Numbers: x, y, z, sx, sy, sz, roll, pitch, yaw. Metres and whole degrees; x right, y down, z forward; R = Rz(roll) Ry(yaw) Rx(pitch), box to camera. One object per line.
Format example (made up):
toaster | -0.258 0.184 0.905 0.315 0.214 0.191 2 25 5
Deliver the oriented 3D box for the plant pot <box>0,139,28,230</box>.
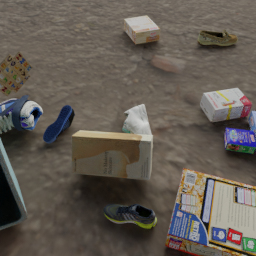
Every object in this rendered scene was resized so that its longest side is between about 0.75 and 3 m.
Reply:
plant pot | -3.867 0.953 6.463 2.308 2.302 2.351 -16 33 -16

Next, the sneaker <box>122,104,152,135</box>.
sneaker | 0.249 0.055 8.495 0.852 0.725 1.926 -13 38 4

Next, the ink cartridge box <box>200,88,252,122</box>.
ink cartridge box | 3.234 -0.779 9.329 1.323 0.552 0.960 -10 45 -10

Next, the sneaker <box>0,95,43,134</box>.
sneaker | -3.601 -0.210 8.386 1.562 0.859 2.133 14 38 33

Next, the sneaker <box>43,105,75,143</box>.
sneaker | -2.078 -0.046 8.694 0.475 0.528 1.354 25 70 22

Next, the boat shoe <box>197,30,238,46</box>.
boat shoe | 4.138 -4.146 12.790 1.843 0.578 0.676 -3 44 -3

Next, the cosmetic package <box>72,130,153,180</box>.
cosmetic package | -0.393 0.677 7.258 2.029 1.067 0.721 2 11 8

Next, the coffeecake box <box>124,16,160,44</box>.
coffeecake box | 0.644 -4.701 13.356 1.229 0.585 1.601 -14 46 -14

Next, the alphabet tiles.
alphabet tiles | -3.864 -1.783 9.413 0.052 1.657 1.379 36 81 11

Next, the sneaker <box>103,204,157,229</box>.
sneaker | 0.055 1.952 6.535 1.280 0.518 0.473 6 44 6

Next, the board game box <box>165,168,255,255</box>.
board game box | 2.285 2.078 6.356 2.500 0.579 1.894 14 46 14

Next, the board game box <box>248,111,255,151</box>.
board game box | 5.033 0.394 8.178 2.573 0.471 1.946 5 45 6

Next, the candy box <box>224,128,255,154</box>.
candy box | 3.317 0.371 8.316 0.819 0.315 0.693 7 43 9
